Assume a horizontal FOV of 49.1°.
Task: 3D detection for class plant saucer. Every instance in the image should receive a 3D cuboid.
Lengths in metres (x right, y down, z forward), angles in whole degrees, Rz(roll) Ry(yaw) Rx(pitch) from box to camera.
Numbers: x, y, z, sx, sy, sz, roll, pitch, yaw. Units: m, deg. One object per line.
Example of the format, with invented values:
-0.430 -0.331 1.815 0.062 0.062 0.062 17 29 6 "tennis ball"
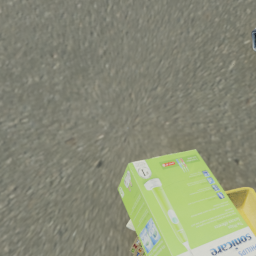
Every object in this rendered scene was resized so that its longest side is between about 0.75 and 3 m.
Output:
2.265 2.787 6.507 2.572 0.623 2.572 -11 40 -4 "plant saucer"

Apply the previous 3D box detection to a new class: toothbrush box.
1.214 1.950 6.147 1.939 1.146 2.663 -9 50 -27 "toothbrush box"

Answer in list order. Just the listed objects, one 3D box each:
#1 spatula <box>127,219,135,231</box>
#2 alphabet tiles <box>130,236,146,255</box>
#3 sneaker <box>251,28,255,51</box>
1.290 2.060 7.518 1.668 0.193 2.399 33 77 7 "spatula"
0.467 3.116 7.047 0.770 0.029 0.925 32 110 21 "alphabet tiles"
4.358 -2.298 7.988 1.041 0.672 1.918 -39 89 -3 "sneaker"
